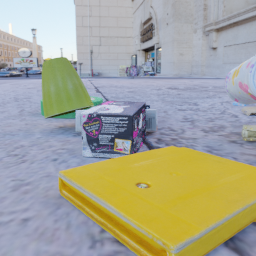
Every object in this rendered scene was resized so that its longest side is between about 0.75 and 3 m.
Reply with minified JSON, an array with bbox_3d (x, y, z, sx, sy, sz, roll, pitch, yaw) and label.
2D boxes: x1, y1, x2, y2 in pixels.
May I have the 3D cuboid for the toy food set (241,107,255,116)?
[{"bbox_3d":[5.127,-0.630,11.291,0.879,0.265,0.630,-2,25,-5],"label":"toy food set"}]

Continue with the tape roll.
[{"bbox_3d":[-2.299,-0.913,11.619,2.530,0.608,2.530,-1,13,0],"label":"tape roll"}]

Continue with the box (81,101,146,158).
[{"bbox_3d":[-0.275,-0.041,6.732,1.202,1.043,1.819,3,13,12],"label":"box"}]

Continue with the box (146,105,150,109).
[{"bbox_3d":[0.105,-0.831,11.946,1.335,0.291,1.070,-11,17,-41],"label":"box"}]

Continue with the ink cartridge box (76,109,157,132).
[{"bbox_3d":[-0.295,-0.278,9.207,2.355,0.728,2.903,0,1,2],"label":"ink cartridge box"}]

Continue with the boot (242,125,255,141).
[{"bbox_3d":[3.411,0.186,7.023,1.039,0.486,1.336,4,13,19],"label":"boot"}]

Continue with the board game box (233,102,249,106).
[{"bbox_3d":[5.680,-1.232,14.057,0.597,0.144,0.789,10,16,37],"label":"board game box"}]

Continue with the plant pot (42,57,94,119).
[{"bbox_3d":[-1.972,-1.249,8.462,1.508,1.612,1.508,-15,3,1],"label":"plant pot"}]

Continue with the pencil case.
[{"bbox_3d":[3.077,-1.087,6.509,1.195,1.095,2.634,22,7,5],"label":"pencil case"}]

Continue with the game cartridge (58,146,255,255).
[{"bbox_3d":[0.708,0.881,4.233,2.722,0.442,2.399,-7,14,-38],"label":"game cartridge"}]
